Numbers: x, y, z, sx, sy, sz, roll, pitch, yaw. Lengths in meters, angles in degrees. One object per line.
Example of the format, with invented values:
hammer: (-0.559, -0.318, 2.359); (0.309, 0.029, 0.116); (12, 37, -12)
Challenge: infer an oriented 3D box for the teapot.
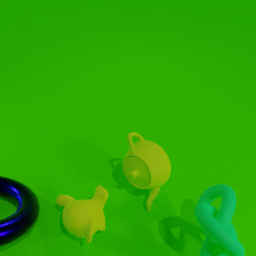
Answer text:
teapot: (0.339, 0.858, 5.765); (1.032, 1.659, 0.812); (-10, 12, 46)

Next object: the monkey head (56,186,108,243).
monkey head: (-0.781, 1.515, 5.150); (0.753, 0.899, 1.250); (9, 16, -44)

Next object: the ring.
ring: (-2.701, 1.457, 5.132); (2.085, 0.417, 2.085); (12, 15, -3)

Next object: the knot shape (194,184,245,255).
knot shape: (1.508, 1.786, 4.709); (0.683, 1.384, 1.479); (-5, 15, 14)
